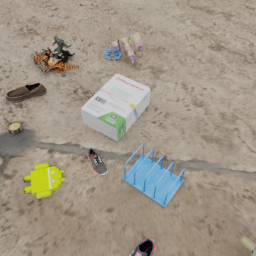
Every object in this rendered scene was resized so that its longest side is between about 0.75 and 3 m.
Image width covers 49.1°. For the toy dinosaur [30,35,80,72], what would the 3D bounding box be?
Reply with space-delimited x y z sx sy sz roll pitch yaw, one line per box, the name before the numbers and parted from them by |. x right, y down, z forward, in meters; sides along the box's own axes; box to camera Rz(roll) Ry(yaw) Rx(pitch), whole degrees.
toy dinosaur | -3.293 -3.118 12.915 2.396 1.224 1.626 29 71 -2

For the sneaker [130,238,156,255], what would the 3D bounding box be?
sneaker | 0.234 3.667 7.822 0.547 0.617 1.460 32 60 22

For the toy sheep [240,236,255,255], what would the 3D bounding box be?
toy sheep | 3.999 3.815 6.996 1.900 1.900 2.756 -34 58 -23

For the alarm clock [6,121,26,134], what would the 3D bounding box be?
alarm clock | -4.298 -0.042 10.849 0.766 0.255 0.517 -38 53 -25

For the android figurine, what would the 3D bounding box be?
android figurine | -2.827 1.772 9.485 1.377 0.283 1.253 -11 53 -6

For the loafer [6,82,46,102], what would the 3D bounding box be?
loafer | -4.350 -1.595 11.835 1.679 0.596 0.613 -18 55 -14

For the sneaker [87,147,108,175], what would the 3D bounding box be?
sneaker | -1.118 1.152 9.824 0.445 0.473 1.154 -30 58 -21

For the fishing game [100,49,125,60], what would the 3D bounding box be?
fishing game | -0.758 -3.628 13.650 1.236 0.192 0.885 3 50 2

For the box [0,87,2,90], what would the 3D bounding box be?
box | -5.949 -1.511 12.097 0.665 0.087 0.813 8 54 6

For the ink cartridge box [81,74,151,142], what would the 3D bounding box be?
ink cartridge box | -0.426 -0.854 11.014 1.702 0.987 2.351 27 58 20

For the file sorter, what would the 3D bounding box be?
file sorter | 0.849 1.494 9.205 1.721 1.056 1.194 31 58 22

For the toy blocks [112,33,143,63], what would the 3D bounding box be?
toy blocks | 0.043 -3.718 13.327 1.384 1.165 1.293 -15 20 14
